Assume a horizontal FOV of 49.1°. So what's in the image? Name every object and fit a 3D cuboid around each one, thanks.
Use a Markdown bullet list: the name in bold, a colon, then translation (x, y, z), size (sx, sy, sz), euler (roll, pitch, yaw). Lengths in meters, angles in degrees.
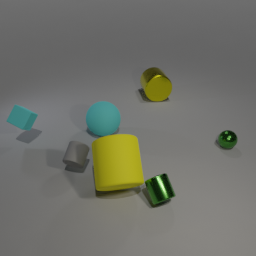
- **cylinder**: translation (1.434, -2.269, 14.503), size (1.400, 1.400, 1.400), euler (-4, 30, -7)
- **cube**: translation (-3.928, -0.378, 10.442), size (0.700, 0.700, 0.700), euler (27, -2, 4)
- **ball**: translation (3.760, 0.429, 10.554), size (0.700, 0.700, 0.700), euler (0, 30, 0)
- **cylinder**: translation (-0.313, 1.044, 8.244), size (1.400, 1.400, 1.400), euler (-5, 72, -9)
- **cylinder**: translation (0.919, 1.747, 8.025), size (0.700, 0.700, 0.700), euler (-14, 71, -22)
- **ball**: translation (-0.994, -0.375, 11.279), size (1.400, 1.400, 1.400), euler (0, 30, 0)
- **cylinder**: translation (-1.697, 0.878, 9.176), size (0.700, 0.700, 0.700), euler (9, 63, 15)
